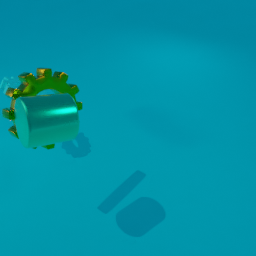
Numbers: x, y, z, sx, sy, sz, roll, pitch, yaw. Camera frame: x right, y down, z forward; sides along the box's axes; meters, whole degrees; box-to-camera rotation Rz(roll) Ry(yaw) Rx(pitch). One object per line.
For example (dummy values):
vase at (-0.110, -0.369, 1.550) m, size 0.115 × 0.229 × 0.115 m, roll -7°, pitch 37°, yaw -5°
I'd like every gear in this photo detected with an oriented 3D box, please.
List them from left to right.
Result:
gear at (-2.434, -0.861, 6.724) m, size 1.157 × 0.214 × 1.157 m, roll 27°, pitch 16°, yaw -8°
gear at (-1.461, -0.334, 4.977) m, size 0.261 × 1.413 × 1.413 m, roll 16°, pitch 43°, yaw 42°

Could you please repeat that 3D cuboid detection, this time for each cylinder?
cylinder at (-1.230, -0.125, 4.232) m, size 0.752 × 0.752 × 0.752 m, roll -11°, pitch 42°, yaw -34°
